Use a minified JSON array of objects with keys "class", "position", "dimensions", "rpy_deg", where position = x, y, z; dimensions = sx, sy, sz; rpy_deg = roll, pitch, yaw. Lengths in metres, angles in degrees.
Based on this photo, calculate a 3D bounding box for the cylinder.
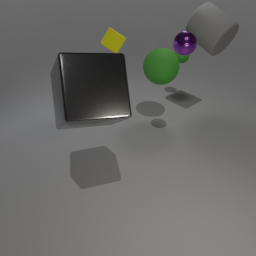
[{"class":"cylinder","position":[3.129,-3.683,10.488],"dimensions":[1.400,1.400,1.400],"rpy_deg":[-27,66,-36]}]

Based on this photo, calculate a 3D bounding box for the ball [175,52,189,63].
[{"class":"ball","position":[2.495,-3.374,13.014],"dimensions":[0.700,0.700,0.700],"rpy_deg":[0,32,0]}]

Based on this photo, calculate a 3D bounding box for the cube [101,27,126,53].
[{"class":"cube","position":[-0.588,-3.435,10.985],"dimensions":[0.700,0.700,0.700],"rpy_deg":[29,15,-19]}]

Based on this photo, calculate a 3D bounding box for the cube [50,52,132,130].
[{"class":"cube","position":[-0.875,-0.774,6.242],"dimensions":[1.400,1.400,1.400],"rpy_deg":[-6,-3,-22]}]

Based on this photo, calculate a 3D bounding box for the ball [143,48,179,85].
[{"class":"ball","position":[1.288,-2.385,10.880],"dimensions":[1.400,1.400,1.400],"rpy_deg":[0,32,0]}]

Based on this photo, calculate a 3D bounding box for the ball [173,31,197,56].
[{"class":"ball","position":[1.686,-2.500,8.290],"dimensions":[0.700,0.700,0.700],"rpy_deg":[0,32,0]}]
